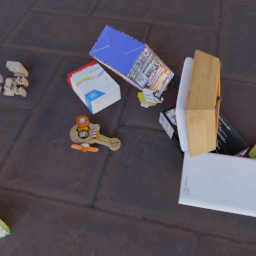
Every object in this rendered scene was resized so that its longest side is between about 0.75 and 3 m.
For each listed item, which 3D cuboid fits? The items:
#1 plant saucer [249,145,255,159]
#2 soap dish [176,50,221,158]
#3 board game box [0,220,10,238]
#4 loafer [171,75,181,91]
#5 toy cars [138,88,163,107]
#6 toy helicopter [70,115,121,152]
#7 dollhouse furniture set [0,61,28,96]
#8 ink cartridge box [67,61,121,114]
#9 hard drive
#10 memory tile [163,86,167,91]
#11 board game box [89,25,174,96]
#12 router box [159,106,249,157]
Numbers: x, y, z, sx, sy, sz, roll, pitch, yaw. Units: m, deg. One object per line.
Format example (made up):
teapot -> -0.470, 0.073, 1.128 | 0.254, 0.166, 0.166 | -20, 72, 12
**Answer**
plant saucer -> 5.244, 1.013, 10.382 | 1.204, 0.288, 1.202 | 36, 61, 24
soap dish -> 2.380, -0.797, 9.122 | 1.162, 2.251, 2.861 | 3, 50, 20
board game box -> -4.549, 3.173, 8.186 | 1.766, 1.188, 0.257 | -18, 55, -14
loafer -> 2.419, -1.836, 12.364 | 0.542, 0.560, 1.597 | -19, 55, -14
toy cars -> 0.831, -1.107, 11.105 | 0.935, 2.086, 0.462 | 22, 87, -7
toy helicopter -> -1.263, 0.436, 10.553 | 1.984, 0.783, 1.312 | 18, 56, 8
dollhouse furniture set -> -5.120, -2.100, 12.580 | 1.343, 0.952, 1.463 | 6, 74, 5
ink cartridge box -> -1.476, -1.802, 11.269 | 1.334, 0.772, 2.296 | -32, 60, -17
hard drive -> 3.107, 1.710, 8.882 | 2.771, 0.370, 1.828 | 7, 58, 12
memory tile -> 1.381, -2.213, 12.940 | 0.937, 0.103, 1.222 | 7, 54, 5
board game box -> 0.217, -2.533, 11.149 | 2.158, 2.707, 1.311 | 37, 97, 30
router box -> 2.771, 0.212, 10.566 | 2.081, 0.712, 2.790 | -23, 62, -14
